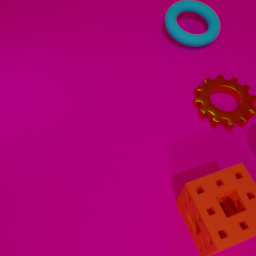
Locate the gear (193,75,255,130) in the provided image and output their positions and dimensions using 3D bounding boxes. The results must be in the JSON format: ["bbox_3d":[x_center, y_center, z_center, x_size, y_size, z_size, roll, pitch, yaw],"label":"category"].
[{"bbox_3d":[2.884,-0.795,8.385,1.789,0.331,1.789,0,59,0],"label":"gear"}]

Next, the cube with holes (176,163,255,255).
[{"bbox_3d":[2.059,1.842,6.163,1.370,1.370,1.370,-18,60,-10],"label":"cube with holes"}]

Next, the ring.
[{"bbox_3d":[2.258,-3.687,9.807,1.966,0.393,1.966,2,67,-6],"label":"ring"}]
